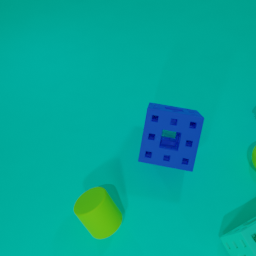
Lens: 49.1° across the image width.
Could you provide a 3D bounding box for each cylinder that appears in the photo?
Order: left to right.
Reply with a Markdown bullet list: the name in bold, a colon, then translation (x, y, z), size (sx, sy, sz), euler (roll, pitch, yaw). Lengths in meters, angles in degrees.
- **cylinder**: translation (-0.686, 1.961, 6.503), size (0.851, 0.851, 0.851), euler (-24, 25, 12)

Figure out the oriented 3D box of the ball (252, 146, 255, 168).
- **ball**: translation (3.840, 0.774, 7.370), size (1.062, 1.062, 1.062), euler (0, 56, 0)

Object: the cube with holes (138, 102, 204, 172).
- **cube with holes**: translation (1.076, 0.166, 7.276), size (1.339, 1.339, 1.339), euler (10, 12, 5)

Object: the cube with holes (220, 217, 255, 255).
- **cube with holes**: translation (3.044, 2.567, 5.883), size (1.325, 1.325, 1.325), euler (-24, 67, -12)
